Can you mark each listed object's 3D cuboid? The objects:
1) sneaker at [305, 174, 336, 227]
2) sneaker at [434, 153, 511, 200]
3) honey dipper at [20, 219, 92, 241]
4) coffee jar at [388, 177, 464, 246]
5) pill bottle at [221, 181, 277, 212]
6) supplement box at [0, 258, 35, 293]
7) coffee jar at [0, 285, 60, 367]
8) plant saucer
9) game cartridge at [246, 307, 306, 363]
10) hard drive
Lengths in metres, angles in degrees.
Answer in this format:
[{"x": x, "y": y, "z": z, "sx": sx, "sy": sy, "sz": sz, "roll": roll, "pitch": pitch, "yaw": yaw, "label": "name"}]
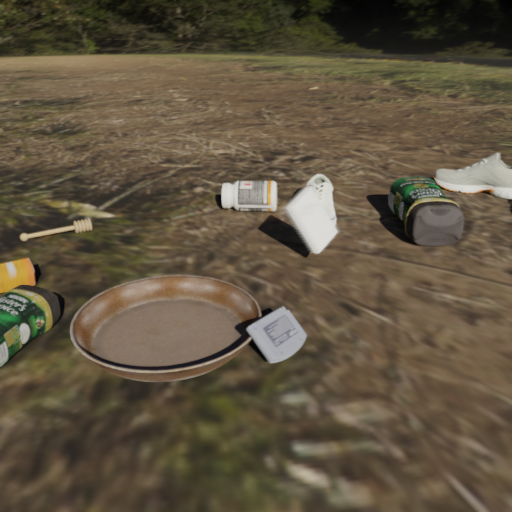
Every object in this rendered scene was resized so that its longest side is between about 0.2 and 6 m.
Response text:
[{"x": 1.129, "y": -1.036, "z": 10.518, "sx": 0.699, "sy": 0.678, "sz": 1.915, "roll": 0, "pitch": 24, "yaw": 1, "label": "sneaker"}, {"x": 4.808, "y": -1.797, "z": 11.956, "sx": 1.919, "sy": 0.882, "sz": 0.726, "roll": 12, "pitch": 26, "yaw": 25, "label": "sneaker"}, {"x": -3.489, "y": -0.424, "z": 9.785, "sx": 1.192, "sy": 0.226, "sz": 0.226, "roll": -15, "pitch": 28, "yaw": -21, "label": "honey dipper"}, {"x": 2.976, "y": -0.802, "z": 9.897, "sx": 0.936, "sy": 0.766, "sz": 1.796, "roll": 0, "pitch": 25, "yaw": -1, "label": "coffee jar"}, {"x": -0.129, "y": -1.164, "z": 10.911, "sx": 1.036, "sy": 0.603, "sz": 0.603, "roll": 2, "pitch": 24, "yaw": 5, "label": "pill bottle"}, {"x": -3.586, "y": 0.323, "z": 7.755, "sx": 0.942, "sy": 0.313, "sz": 0.324, "roll": -16, "pitch": 49, "yaw": -32, "label": "supplement box"}, {"x": -2.937, "y": 0.827, "z": 6.556, "sx": 0.690, "sy": 0.564, "sz": 1.322, "roll": 8, "pitch": 25, "yaw": 16, "label": "coffee jar"}, {"x": -1.060, "y": 0.858, "z": 6.754, "sx": 2.235, "sy": 0.358, "sz": 2.235, "roll": 1, "pitch": 25, "yaw": 0, "label": "plant saucer"}, {"x": 0.262, "y": 0.919, "z": 6.462, "sx": 0.535, "sy": 0.164, "sz": 0.803, "roll": 51, "pitch": 32, "yaw": 12, "label": "game cartridge"}, {"x": 0.851, "y": -0.542, "z": 8.465, "sx": 0.115, "sy": 0.860, "sz": 0.567, "roll": -8, "pitch": 31, "yaw": 51, "label": "hard drive"}]
